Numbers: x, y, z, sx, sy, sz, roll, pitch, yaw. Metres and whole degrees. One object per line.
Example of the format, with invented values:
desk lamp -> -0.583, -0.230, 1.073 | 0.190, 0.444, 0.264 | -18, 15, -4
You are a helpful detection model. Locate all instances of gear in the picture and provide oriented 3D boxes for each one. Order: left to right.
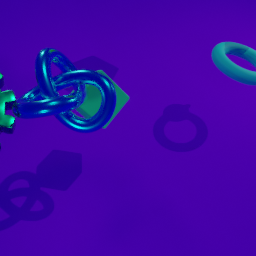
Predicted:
gear -> -2.937, -0.290, 4.685 | 1.971, 0.365, 1.971 | 7, 68, -18

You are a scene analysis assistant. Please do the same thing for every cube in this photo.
cube -> -0.635, -0.587, 5.684 | 0.814, 0.814, 0.814 | -52, 23, -9

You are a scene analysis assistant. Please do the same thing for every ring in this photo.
ring -> 2.658, -1.522, 6.530 | 1.476, 0.295, 1.476 | 10, 46, -10

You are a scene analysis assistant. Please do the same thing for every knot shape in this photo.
knot shape -> -1.082, -0.517, 4.367 | 1.456, 0.719, 1.556 | -32, 70, -34
